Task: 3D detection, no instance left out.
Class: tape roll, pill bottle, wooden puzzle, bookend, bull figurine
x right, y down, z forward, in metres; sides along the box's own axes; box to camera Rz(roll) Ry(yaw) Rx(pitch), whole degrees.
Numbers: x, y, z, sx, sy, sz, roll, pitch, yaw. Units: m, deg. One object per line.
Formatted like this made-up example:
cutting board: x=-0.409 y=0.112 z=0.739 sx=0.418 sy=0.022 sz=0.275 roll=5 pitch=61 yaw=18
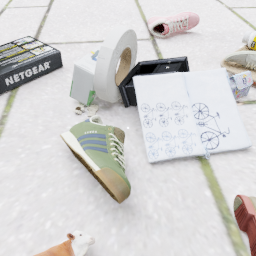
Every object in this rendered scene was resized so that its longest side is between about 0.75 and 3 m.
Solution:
tape roll: x=-0.327 y=-1.967 z=8.810 sx=0.436 sy=2.385 sz=2.385 roll=20 pitch=44 yaw=14
pill bottle: x=5.258 y=-3.451 z=11.192 sx=1.242 sy=0.691 sz=0.691 roll=30 pitch=49 yaw=25
wooden puzzle: x=5.252 y=-2.203 z=10.602 sx=2.770 sy=0.516 sz=2.562 roll=36 pitch=52 yaw=28
bookend: x=0.901 y=-1.496 z=9.086 sx=1.790 sy=0.830 sz=1.802 roll=1 pitch=38 yaw=29
bull figurine: x=-1.370 y=2.554 z=4.930 sx=1.827 sy=0.595 sz=1.109 roll=-16 pitch=44 yaw=-17

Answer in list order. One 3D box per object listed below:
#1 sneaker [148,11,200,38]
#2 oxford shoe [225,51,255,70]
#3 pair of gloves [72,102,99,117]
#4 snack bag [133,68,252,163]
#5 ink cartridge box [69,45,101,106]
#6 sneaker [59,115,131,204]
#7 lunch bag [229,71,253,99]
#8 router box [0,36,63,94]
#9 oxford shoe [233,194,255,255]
sneaker: x=2.183 y=-4.837 z=13.265 sx=2.499 sy=0.941 sz=1.307 roll=-2 pitch=38 yaw=6
oxford shoe: x=4.521 y=-2.412 z=10.146 sx=1.932 sy=0.727 sz=0.558 roll=6 pitch=84 yaw=8
pair of gloves: x=-1.331 y=-0.618 z=8.974 sx=0.760 sy=0.133 sz=0.647 roll=10 pitch=41 yaw=10
snack bag: x=1.774 y=-0.472 z=7.878 sx=2.978 sy=0.319 sz=2.807 roll=-6 pitch=63 yaw=-5
ink cartridge box: x=-1.101 y=-1.783 z=9.280 sx=0.780 sy=1.296 sz=1.783 roll=28 pitch=43 yaw=9
sneaker: x=-0.535 y=0.468 z=6.611 sx=1.284 sy=0.959 sz=2.861 roll=-37 pitch=39 yaw=-15
lunch bag: x=3.723 y=-1.442 z=9.374 sx=0.725 sy=0.855 sz=0.543 roll=-18 pitch=44 yaw=-21
router box: x=-4.341 y=-2.472 z=10.636 sx=2.206 sy=0.755 sz=2.958 roll=31 pitch=49 yaw=31
oxford shoe: x=2.742 y=2.160 z=5.288 sx=0.806 sy=0.759 sz=2.156 roll=2 pitch=41 yaw=-5
